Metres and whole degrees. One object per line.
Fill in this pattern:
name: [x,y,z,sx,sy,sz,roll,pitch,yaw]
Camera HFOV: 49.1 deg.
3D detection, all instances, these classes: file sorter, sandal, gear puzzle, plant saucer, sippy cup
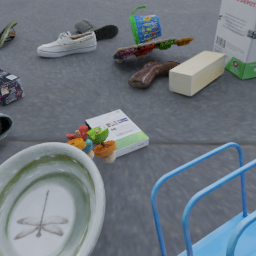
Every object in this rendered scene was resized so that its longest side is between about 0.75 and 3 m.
file sorter: [1.799,1.441,3.180,1.922,1.699,2.770,-21,20,-25]
sandal: [-5.061,-3.840,11.739,0.718,0.516,1.809,-23,43,35]
gear puzzle: [0.934,-2.801,9.988,2.940,0.385,1.523,-14,8,-10]
plant saucer: [-1.343,1.349,4.207,2.335,0.586,2.335,-10,55,15]
sippy cup: [0.702,-3.826,10.795,1.087,1.484,1.165,-14,46,4]

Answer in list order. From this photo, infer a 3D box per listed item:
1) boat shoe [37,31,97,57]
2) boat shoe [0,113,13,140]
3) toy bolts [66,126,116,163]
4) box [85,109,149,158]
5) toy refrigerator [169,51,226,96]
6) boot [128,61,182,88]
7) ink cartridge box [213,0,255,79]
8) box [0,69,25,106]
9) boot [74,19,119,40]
boat shoe: [-2.340,-3.300,10.762,2.313,0.808,0.820,-12,39,-15]
boat shoe: [-3.442,0.218,5.641,0.813,0.958,2.631,-4,16,22]
toy bolts: [-0.825,0.457,5.543,0.998,0.725,1.045,-32,22,-28]
box: [-0.298,0.107,6.801,1.020,0.257,1.413,-19,40,-23]
toy refrigerator: [2.216,-1.744,8.842,0.792,0.730,2.086,22,42,36]
boot: [0.897,-1.663,8.892,1.421,0.490,1.525,7,33,29]
ink cartridge box: [3.873,-3.199,9.171,1.083,2.577,1.881,-12,39,-15]
box: [-3.715,-1.219,8.191,1.137,0.652,0.751,24,42,26]
boot: [-1.445,-4.454,12.541,1.586,0.633,1.745,-14,33,-20]
